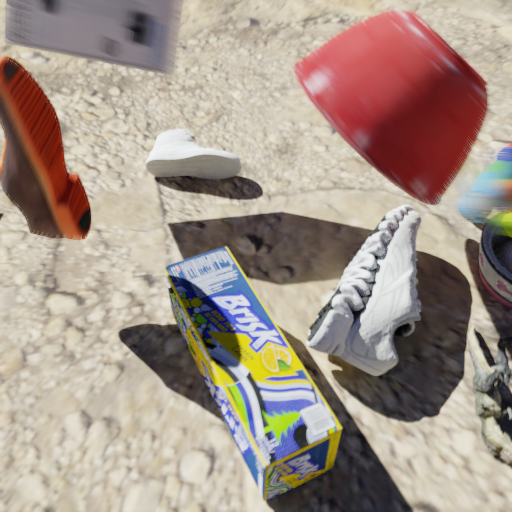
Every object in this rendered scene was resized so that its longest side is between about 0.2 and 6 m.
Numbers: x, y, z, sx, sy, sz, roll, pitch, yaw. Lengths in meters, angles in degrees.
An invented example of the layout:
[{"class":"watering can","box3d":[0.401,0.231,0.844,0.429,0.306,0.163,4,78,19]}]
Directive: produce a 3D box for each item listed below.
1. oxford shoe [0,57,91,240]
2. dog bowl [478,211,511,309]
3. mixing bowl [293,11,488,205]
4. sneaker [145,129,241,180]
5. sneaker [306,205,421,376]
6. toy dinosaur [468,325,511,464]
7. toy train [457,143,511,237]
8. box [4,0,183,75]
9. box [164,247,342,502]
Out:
[{"class":"oxford shoe","box3d":[-3.387,-1.384,8.187,1.079,2.974,1.059,-3,40,6]},{"class":"dog bowl","box3d":[4.993,0.159,9.926,2.185,0.806,2.185,0,47,-1]},{"class":"mixing bowl","box3d":[2.373,-2.589,8.817,3.283,1.778,3.283,32,30,-21]},{"class":"sneaker","box3d":[-1.295,-2.311,12.237,2.056,0.757,1.188,3,50,5]},{"class":"sneaker","box3d":[2.158,0.519,9.449,1.429,1.325,3.527,32,54,6]},{"class":"toy dinosaur","box3d":[3.508,1.749,8.287,0.568,1.055,2.394,12,48,-3]},{"class":"toy train","box3d":[3.384,-0.512,6.606,1.786,1.033,0.756,25,60,-7]},{"class":"box","box3d":[-2.927,-4.475,10.279,3.003,1.752,0.903,11,21,-6]},{"class":"box","box3d":[-0.182,1.573,8.299,1.151,1.254,3.580,-19,50,-17]}]
